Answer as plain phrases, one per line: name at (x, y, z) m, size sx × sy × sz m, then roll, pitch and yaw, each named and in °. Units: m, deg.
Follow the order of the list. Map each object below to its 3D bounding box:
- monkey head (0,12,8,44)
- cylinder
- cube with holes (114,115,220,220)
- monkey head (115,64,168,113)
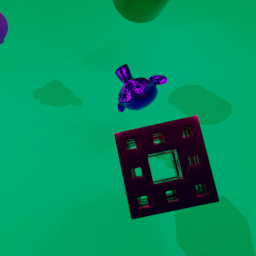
monkey head at (-3.553, -2.791, 7.025) m, size 1.083 × 1.798 × 1.294 m, roll 9°, pitch 81°, yaw -17°
cylinder at (0.364, -3.067, 5.889) m, size 1.276 × 1.276 × 1.276 m, roll 0°, pitch 89°, yaw -11°
cube with holes at (0.521, 0.576, 4.161) m, size 1.135 × 1.135 × 1.135 m, roll -12°, pitch 81°, yaw 3°
monkey head at (0.137, -0.814, 5.642) m, size 1.237 × 0.745 × 0.890 m, roll -33°, pitch 75°, yaw 18°
